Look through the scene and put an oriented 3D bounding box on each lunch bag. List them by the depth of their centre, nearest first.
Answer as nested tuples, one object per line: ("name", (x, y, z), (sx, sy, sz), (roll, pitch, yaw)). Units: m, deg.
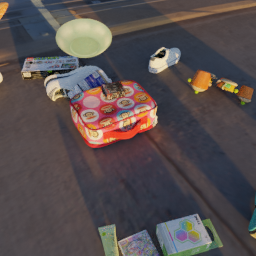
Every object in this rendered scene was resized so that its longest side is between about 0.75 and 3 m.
("lunch bag", (-0.449, -0.530, 10.421), (2.978, 1.220, 2.623), (-20, 45, -21))

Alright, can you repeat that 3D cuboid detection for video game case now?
("video game case", (0.347, 3.230, 7.054), (0.831, 0.105, 1.161), (-17, 45, -18))

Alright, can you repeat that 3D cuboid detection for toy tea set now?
("toy tea set", (3.976, -1.690, 12.211), (2.738, 1.013, 1.628), (31, 21, 34))

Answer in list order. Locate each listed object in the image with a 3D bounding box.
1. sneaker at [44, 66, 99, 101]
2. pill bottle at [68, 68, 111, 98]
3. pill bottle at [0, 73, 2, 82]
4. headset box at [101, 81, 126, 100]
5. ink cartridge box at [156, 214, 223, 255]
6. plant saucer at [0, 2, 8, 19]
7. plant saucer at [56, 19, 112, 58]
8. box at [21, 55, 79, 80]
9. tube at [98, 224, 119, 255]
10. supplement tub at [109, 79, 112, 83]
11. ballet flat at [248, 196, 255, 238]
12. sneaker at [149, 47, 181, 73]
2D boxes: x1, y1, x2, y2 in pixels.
("sneaker", (-2.283, -1.920, 12.328), (2.611, 0.997, 1.051), (-22, 53, -13))
("pill bottle", (-1.553, -1.575, 11.450), (1.693, 0.980, 0.980), (-36, 49, -2))
("pill bottle", (-6.361, -1.842, 12.033), (1.048, 1.048, 1.887), (15, 44, 17))
("headset box", (-0.566, -1.382, 10.342), (0.809, 0.312, 0.602), (-13, 50, -17))
("ink cartridge box", (1.612, 2.785, 7.272), (1.602, 0.475, 0.832), (-10, 43, -11))
("plant saucer", (-4.080, -3.539, 8.689), (0.178, 0.952, 0.952), (38, 37, -21))
("plant saucer", (-1.169, -2.289, 7.546), (1.503, 1.503, 0.289), (-6, 67, -6))
("box", (-3.760, -3.015, 13.794), (2.607, 0.453, 1.435), (-4, 42, -5))
("tube", (-0.455, 3.023, 7.161), (0.346, 0.310, 1.194), (29, 25, -32))
("supplement tub", (-1.158, -1.810, 12.308), (0.881, 0.640, 0.640), (-9, 42, -10))
("ballet flat", (3.903, 2.251, 7.800), (0.751, 0.751, 2.126), (20, 45, 21))
("sneaker", (1.939, -3.639, 14.175), (0.907, 0.879, 2.483), (25, 48, 26))
